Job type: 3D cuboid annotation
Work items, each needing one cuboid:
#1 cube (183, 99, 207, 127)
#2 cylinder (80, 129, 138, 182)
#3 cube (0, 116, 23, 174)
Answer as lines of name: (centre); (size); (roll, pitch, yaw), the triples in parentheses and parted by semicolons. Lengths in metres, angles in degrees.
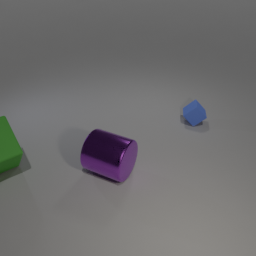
cube: (2.825, -0.638, 11.893); (0.700, 0.700, 0.700); (-36, 20, 28)
cylinder: (-0.587, 0.867, 9.063); (1.400, 1.400, 1.400); (17, 36, 21)
cube: (-4.352, 0.680, 8.897); (1.400, 1.400, 1.400); (-24, 79, -33)
